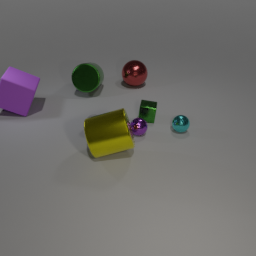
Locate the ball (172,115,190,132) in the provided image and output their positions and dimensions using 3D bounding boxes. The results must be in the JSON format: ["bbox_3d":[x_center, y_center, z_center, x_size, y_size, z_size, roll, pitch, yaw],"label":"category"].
[{"bbox_3d":[2.088,-0.173,11.066,0.700,0.700,0.700,0,31,0],"label":"ball"}]

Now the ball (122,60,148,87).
[{"bbox_3d":[0.355,-2.929,15.028,1.400,1.400,1.400,0,31,0],"label":"ball"}]

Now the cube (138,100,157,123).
[{"bbox_3d":[0.838,-0.711,11.916,0.700,0.700,0.700,9,31,4],"label":"cube"}]

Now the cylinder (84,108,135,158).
[{"bbox_3d":[-0.607,0.175,9.486,1.400,1.400,1.400,-15,30,5],"label":"cylinder"}]

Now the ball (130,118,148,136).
[{"bbox_3d":[0.415,-0.056,10.866,0.700,0.700,0.700,0,31,0],"label":"ball"}]

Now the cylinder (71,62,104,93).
[{"bbox_3d":[-2.002,-2.576,14.154,1.400,1.400,1.400,2,15,3],"label":"cylinder"}]

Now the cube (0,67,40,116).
[{"bbox_3d":[-4.841,-1.609,12.300,1.400,1.400,1.400,20,27,-19],"label":"cube"}]

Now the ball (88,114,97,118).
[{"bbox_3d":[-1.326,-0.198,11.109,0.700,0.700,0.700,0,31,0],"label":"ball"}]
